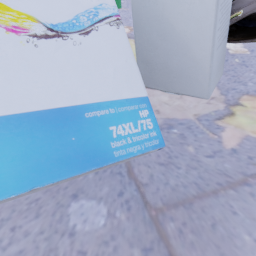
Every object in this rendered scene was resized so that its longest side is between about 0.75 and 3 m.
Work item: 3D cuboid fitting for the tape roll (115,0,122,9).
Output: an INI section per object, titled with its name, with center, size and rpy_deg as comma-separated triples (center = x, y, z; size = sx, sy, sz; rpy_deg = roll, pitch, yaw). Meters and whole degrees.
[tape roll]
center = -1.116, -3.418, 7.648
size = 1.865, 0.448, 1.865
rpy_deg = -4, 24, 2

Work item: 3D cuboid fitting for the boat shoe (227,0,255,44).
[boat shoe]
center = 2.586, -1.794, 4.235
size = 2.753, 0.989, 0.819
rpy_deg = 19, 81, 57

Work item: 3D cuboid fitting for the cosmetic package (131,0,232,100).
[cosmetic package]
center = 0.845, -1.902, 4.357
size = 1.383, 2.721, 1.007
rpy_deg = 17, 47, 25

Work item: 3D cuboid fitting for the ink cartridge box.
[ink cartridge box]
center = -1.330, -0.646, 3.329
size = 2.053, 2.063, 2.812
rpy_deg = -13, 82, -41
